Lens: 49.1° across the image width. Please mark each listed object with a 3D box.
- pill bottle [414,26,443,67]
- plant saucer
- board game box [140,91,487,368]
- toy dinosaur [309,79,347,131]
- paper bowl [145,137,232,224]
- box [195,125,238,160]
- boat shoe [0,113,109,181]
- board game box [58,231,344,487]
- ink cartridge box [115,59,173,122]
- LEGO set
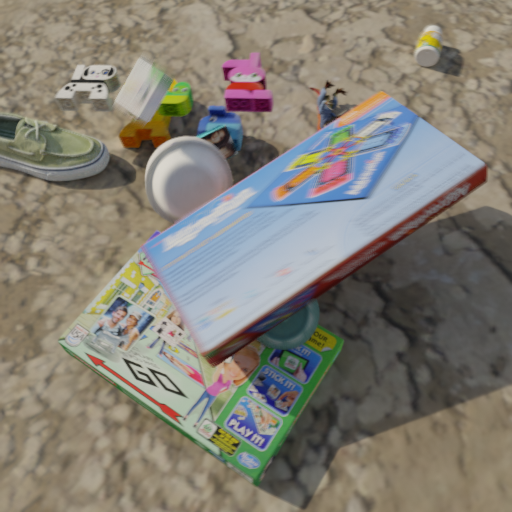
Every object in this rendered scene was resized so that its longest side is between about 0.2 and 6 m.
[{"bbox_3d":[4.426,-5.382,14.295,0.589,0.589,1.044,17,60,10],"label":"pill bottle"},{"bbox_3d":[0.445,0.984,9.542,1.262,0.227,1.262,0,89,5],"label":"plant saucer"},{"bbox_3d":[0.860,-0.698,9.784,5.463,0.531,2.812,-33,52,-5],"label":"board game box"},{"bbox_3d":[1.683,-3.384,13.242,0.790,1.504,1.365,28,81,-26],"label":"toy dinosaur"},{"bbox_3d":[-1.321,-1.423,11.046,1.725,1.725,0.897,-10,24,-6],"label":"paper bowl"},{"bbox_3d":[-1.259,-2.097,11.786,1.659,0.683,0.408,-31,22,-16],"label":"box"},{"bbox_3d":[-4.924,-2.449,12.231,3.344,1.037,1.204,7,59,4],"label":"boat shoe"},{"bbox_3d":[-0.973,1.612,10.007,4.212,0.613,2.834,29,64,17],"label":"board game box"},{"bbox_3d":[-2.025,-2.979,10.123,0.644,0.388,0.887,37,102,17],"label":"ink cartridge box"},{"bbox_3d":[-1.784,-3.562,12.580,4.576,1.745,1.878,3,59,8],"label":"LEGO set"}]
